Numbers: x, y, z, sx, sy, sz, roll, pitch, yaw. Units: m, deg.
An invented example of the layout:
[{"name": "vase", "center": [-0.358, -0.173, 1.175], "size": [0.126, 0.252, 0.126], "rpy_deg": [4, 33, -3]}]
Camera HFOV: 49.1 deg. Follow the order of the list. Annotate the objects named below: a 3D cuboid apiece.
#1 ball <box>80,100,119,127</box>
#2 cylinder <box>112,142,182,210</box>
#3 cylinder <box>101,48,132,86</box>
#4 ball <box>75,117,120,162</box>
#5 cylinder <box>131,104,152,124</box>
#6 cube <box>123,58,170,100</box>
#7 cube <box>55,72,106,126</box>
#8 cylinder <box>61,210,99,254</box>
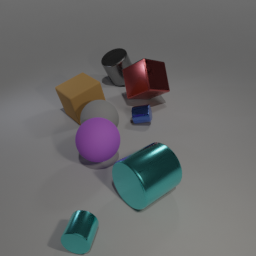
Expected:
[{"name": "ball", "center": [-1.025, -0.326, 10.177], "size": [1.400, 1.400, 1.400], "rpy_deg": [0, 31, 0]}, {"name": "cylinder", "center": [0.516, 1.279, 7.692], "size": [1.400, 1.400, 1.400], "rpy_deg": [-24, 39, -34]}, {"name": "cylinder", "center": [-0.491, -3.160, 14.575], "size": [1.400, 1.400, 1.400], "rpy_deg": [-13, 49, 15]}, {"name": "ball", "center": [-0.937, 0.369, 8.746], "size": [1.400, 1.400, 1.400], "rpy_deg": [0, 31, 0]}, {"name": "cylinder", "center": [0.564, -0.556, 11.250], "size": [0.700, 0.700, 0.700], "rpy_deg": [-8, 29, 15]}, {"name": "cube", "center": [0.808, -2.134, 12.530], "size": [1.400, 1.400, 1.400], "rpy_deg": [-4, -8, -43]}, {"name": "cube", "center": [-1.887, -1.208, 11.516], "size": [1.400, 1.400, 1.400], "rpy_deg": [-34, 43, -21]}, {"name": "cylinder", "center": [-1.108, 2.409, 6.512], "size": [0.700, 0.700, 0.700], "rpy_deg": [6, 31, 10]}]
